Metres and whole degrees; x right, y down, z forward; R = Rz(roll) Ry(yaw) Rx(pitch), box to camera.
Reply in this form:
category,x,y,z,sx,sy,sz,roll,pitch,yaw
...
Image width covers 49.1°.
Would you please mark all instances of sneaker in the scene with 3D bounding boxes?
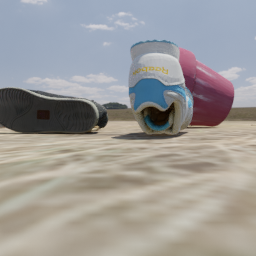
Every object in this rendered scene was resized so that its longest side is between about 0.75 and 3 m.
category,x,y,z,sx,sy,sz,roll,pitch,yaw
sneaker,-1.498,-0.364,7.454,2.049,0.783,1.174,6,-6,3
sneaker,0.587,-0.355,4.979,1.037,1.094,2.710,-1,-18,19
sneaker,-1.562,-0.307,5.657,2.210,0.827,1.174,10,5,7

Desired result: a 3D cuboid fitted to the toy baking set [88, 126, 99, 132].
category,x,y,z,sx,sy,sz,roll,pitch,yaw
toy baking set,-1.470,-0.022,6.180,1.643,0.191,1.261,0,2,-3

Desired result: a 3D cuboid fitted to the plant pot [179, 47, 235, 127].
category,x,y,z,sx,sy,sz,roll,pitch,yaw
plant pot,2.060,-1.145,9.384,2.348,2.623,2.623,15,-2,-13

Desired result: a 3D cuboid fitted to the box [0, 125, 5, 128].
category,x,y,z,sx,sy,sz,roll,pitch,yaw
box,-4.756,-0.390,7.817,2.426,0.829,0.997,-1,2,-45
